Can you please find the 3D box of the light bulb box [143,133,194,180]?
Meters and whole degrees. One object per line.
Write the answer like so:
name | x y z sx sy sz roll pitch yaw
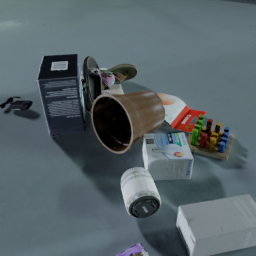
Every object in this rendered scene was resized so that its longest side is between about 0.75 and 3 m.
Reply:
light bulb box | 1.234 0.896 9.036 1.406 0.877 1.394 -2 35 -3

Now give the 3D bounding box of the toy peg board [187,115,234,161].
toy peg board | 2.985 0.242 10.093 1.533 0.753 1.539 15 38 21

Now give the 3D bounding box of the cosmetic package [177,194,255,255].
cosmetic package | 2.301 2.401 6.925 1.966 0.887 1.050 -8 35 -7

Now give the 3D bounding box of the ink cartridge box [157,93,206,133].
ink cartridge box | 1.865 -0.690 11.522 2.249 0.564 1.824 13 37 29

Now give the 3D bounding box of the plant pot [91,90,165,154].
plant pot | 0.137 -0.403 10.094 2.061 2.081 2.081 -22 40 -40

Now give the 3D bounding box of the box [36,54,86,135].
box | -2.526 -1.366 10.996 1.478 2.344 2.384 -5 35 -7

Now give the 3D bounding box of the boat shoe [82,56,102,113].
boat shoe | -1.393 -1.852 11.697 0.829 2.479 0.706 1 -7 -40

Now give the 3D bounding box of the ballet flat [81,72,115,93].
ballet flat | -1.906 -1.990 12.887 2.733 0.945 0.973 -2 48 25

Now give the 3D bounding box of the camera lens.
camera lens | 0.327 1.781 7.696 0.944 0.944 1.181 -7 35 -10

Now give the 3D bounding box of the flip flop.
flip flop | -0.779 -2.475 13.873 2.723 1.104 0.784 -12 56 -17

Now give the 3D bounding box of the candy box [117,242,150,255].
candy box | 0.214 3.110 6.375 0.647 0.276 0.771 -19 39 -25

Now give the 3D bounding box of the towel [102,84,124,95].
towel | -0.833 -1.446 12.895 1.367 0.356 2.062 -4 35 -9

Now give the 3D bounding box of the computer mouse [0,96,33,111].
computer mouse | -4.787 -1.070 12.404 1.486 0.342 1.043 -1 31 10

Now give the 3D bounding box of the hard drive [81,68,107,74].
hard drive | -1.749 -2.939 15.172 1.409 0.188 0.929 -12 37 -16
